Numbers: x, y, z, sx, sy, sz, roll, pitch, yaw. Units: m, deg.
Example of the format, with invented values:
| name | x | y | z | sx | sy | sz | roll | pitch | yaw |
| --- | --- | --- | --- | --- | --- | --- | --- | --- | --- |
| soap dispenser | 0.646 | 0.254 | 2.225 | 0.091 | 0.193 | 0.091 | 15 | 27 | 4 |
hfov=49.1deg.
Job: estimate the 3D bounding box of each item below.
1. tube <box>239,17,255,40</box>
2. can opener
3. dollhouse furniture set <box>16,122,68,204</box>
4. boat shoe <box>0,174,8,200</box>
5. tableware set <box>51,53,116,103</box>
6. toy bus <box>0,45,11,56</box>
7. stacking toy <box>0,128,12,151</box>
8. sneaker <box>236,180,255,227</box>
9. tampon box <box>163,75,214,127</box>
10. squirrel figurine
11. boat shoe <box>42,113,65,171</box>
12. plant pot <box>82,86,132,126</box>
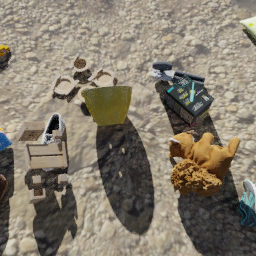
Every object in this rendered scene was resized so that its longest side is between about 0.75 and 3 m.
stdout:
| name | x | y | z | sx | sy | sz | roll | pitch | yaw |
| --- | --- | --- | --- | --- | --- | --- | --- | --- | --- |
| tube | 6.678 | -4.583 | 13.873 | 0.801 | 0.716 | 2.760 | 9 | 49 | -39 |
| can opener | 2.265 | -2.397 | 12.619 | 2.465 | 0.824 | 0.658 | 15 | 64 | 7 |
| dollhouse furniture set | -3.211 | 1.296 | 10.512 | 1.452 | 1.241 | 2.802 | 0 | 68 | -33 |
| boat shoe | -5.097 | 2.816 | 9.907 | 0.894 | 0.893 | 2.539 | 8 | 64 | 1 |
| tableware set | -2.016 | -2.185 | 12.800 | 2.713 | 0.315 | 2.266 | 25 | 65 | 13 |
| toy bus | -6.221 | -3.703 | 13.541 | 0.989 | 0.387 | 0.322 | -37 | 69 | -17 |
| stacking toy | -5.477 | 0.144 | 11.399 | 0.887 | 0.938 | 1.617 | -28 | 55 | -12 |
| sneaker | 4.303 | 2.723 | 10.101 | 0.798 | 0.678 | 1.749 | -3 | 61 | 3 |
| tampon box | 2.527 | -1.141 | 11.848 | 1.233 | 1.039 | 1.645 | -38 | 69 | -18 |
| squirrel figurine | 2.456 | 1.216 | 10.315 | 2.345 | 1.778 | 2.513 | 24 | 62 | 19 |
| boat shoe | -3.094 | 0.496 | 11.156 | 0.867 | 0.770 | 2.356 | 1 | 63 | 1 |
| plant pot | -0.772 | -0.843 | 11.365 | 2.019 | 2.019 | 1.433 | -5 | 89 | -3 |
